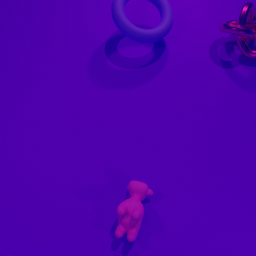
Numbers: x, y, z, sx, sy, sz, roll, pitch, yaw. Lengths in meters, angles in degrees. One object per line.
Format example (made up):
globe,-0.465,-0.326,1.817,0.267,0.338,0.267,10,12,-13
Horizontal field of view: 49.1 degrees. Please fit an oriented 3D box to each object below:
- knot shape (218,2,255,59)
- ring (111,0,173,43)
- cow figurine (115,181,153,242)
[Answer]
knot shape,3.590,-2.772,8.188,1.681,0.777,1.573,-34,82,-27
ring,0.429,-3.281,8.026,1.841,0.368,1.841,4,75,-13
cow figurine,0.129,1.779,6.220,0.637,1.141,1.160,12,103,15
